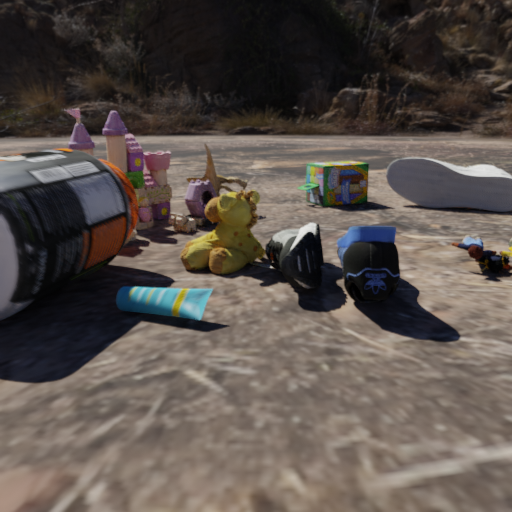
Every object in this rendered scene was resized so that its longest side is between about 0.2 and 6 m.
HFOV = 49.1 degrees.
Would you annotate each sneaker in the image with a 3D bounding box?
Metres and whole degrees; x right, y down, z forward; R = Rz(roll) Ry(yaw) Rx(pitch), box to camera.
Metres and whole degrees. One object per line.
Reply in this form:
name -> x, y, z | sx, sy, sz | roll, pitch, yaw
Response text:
sneaker -> 1.468, 0.191, 7.508 | 0.810, 0.900, 2.309 | 2, -6, 10
sneaker -> 5.075, -1.845, 14.421 | 3.248, 1.197, 1.877 | 16, 18, 19
sneaker -> 0.520, 0.021, 8.182 | 0.856, 0.798, 2.160 | -7, 8, 10

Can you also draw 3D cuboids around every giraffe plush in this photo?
giraffe plush -> -0.422, -0.444, 8.826 | 1.485, 1.204, 1.281 | 1, 15, 5

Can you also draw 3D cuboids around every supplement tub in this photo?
supplement tub -> -2.930, -0.427, 7.454 | 1.879, 1.879, 3.067 | 4, 15, 15

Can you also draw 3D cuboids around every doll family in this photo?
doll family -> 3.776, -0.001, 8.536 | 1.510, 0.593, 0.873 | 0, 18, 19

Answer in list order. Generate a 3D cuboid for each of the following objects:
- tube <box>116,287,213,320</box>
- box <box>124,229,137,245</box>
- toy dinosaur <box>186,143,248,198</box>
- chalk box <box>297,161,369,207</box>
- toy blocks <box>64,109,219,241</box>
tube -> -1.102, 0.546, 6.685 | 1.169, 0.295, 0.453 | 2, 54, 22
box -> -2.670, -0.758, 10.045 | 1.234, 0.422, 0.507 | 55, 14, 25
toy dinosaur -> -0.959, -1.620, 13.021 | 1.370, 0.789, 2.709 | 20, -13, -8
chalk box -> 1.919, -1.883, 14.509 | 1.694, 1.050, 1.057 | -6, 15, -21
toy blocks -> -2.620, -1.792, 11.555 | 2.851, 2.400, 2.664 | 10, 18, 34
